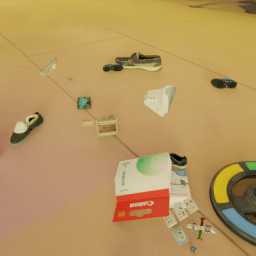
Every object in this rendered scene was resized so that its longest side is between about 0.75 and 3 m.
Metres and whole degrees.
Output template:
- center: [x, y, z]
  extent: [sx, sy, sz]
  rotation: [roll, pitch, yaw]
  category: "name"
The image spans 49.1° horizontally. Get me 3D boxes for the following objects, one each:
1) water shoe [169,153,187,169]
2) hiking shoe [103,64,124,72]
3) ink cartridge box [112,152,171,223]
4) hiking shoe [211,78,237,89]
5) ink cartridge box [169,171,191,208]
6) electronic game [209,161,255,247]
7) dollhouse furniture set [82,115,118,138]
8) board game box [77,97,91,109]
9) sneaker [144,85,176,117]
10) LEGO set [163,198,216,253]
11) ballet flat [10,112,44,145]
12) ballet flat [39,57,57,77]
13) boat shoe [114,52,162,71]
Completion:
- center: [1.275, 0.896, 8.505]
  extent: [1.066, 0.421, 0.381]
  rotation: [11, 36, 16]
  category: "water shoe"
- center: [-0.761, -3.132, 14.295]
  extent: [1.066, 0.397, 0.462]
  rotation: [-1, 36, -1]
  category: "hiking shoe"
- center: [0.343, 1.483, 7.256]
  extent: [1.497, 0.466, 1.861]
  rotation: [-13, 30, 19]
  category: "ink cartridge box"
- center: [4.326, -2.049, 12.787]
  extent: [1.208, 0.449, 0.524]
  rotation: [8, 27, -5]
  category: "hiking shoe"
- center: [1.252, 1.619, 7.481]
  extent: [0.713, 0.418, 0.974]
  rotation: [1, 34, 0]
  category: "ink cartridge box"
- center: [3.501, 1.828, 7.021]
  extent: [2.845, 0.592, 2.845]
  rotation: [0, 34, 0]
  category: "electronic game"
- center: [-0.990, -0.040, 9.904]
  extent: [1.176, 0.654, 1.040]
  rotation: [-5, 11, -7]
  category: "dollhouse furniture set"
- center: [-1.807, -1.046, 11.556]
  extent: [0.555, 0.115, 0.820]
  rotation: [-5, 35, -7]
  category: "board game box"
- center: [0.643, -0.596, 6.044]
  extent: [0.591, 1.476, 0.519]
  rotation: [23, 81, 1]
  category: "sneaker"
- center: [1.449, 2.327, 6.600]
  extent: [0.861, 0.283, 1.152]
  rotation: [-32, 42, -1]
  category: "LEGO set"
- center: [-3.580, -0.070, 9.781]
  extent: [0.542, 0.546, 1.595]
  rotation: [9, 36, 18]
  category: "ballet flat"
- center: [-2.407, -1.862, 8.646]
  extent: [0.762, 0.256, 0.259]
  rotation: [-48, 20, -15]
  category: "ballet flat"
- center: [0.520, -3.531, 14.478]
  extent: [2.542, 0.835, 0.908]
  rotation: [11, 36, 15]
  category: "boat shoe"
